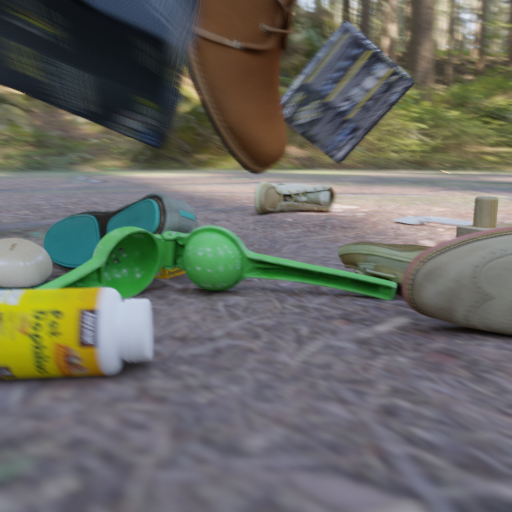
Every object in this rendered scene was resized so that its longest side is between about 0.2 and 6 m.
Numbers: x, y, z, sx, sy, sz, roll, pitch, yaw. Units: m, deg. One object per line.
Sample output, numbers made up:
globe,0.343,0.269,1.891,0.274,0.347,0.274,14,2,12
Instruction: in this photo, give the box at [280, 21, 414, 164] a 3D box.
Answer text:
box,1.605,-2.965,10.413,1.640,2.035,0.500,33,29,-16

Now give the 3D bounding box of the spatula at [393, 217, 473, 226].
spatula,3.886,-0.661,11.368,1.314,0.152,1.890,-1,10,-37

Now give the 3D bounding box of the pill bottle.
pill bottle,-1.240,0.505,3.702,1.053,0.575,0.575,-1,11,-6

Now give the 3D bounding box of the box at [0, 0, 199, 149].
box,-1.878,-2.233,5.766,2.310,0.747,2.930,22,-11,-9

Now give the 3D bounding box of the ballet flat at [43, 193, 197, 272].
ballet flat,-1.646,-0.218,6.769,2.257,0.761,0.719,-11,-11,36

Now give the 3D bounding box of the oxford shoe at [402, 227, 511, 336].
oxford shoe,2.387,0.281,4.258,2.428,0.855,0.908,0,16,3

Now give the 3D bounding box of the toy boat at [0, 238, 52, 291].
toy boat,-2.831,0.165,5.796,1.354,0.629,1.138,6,13,-11

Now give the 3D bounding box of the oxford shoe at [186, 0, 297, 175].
oxford shoe,-0.072,-2.755,6.648,1.316,3.692,1.317,1,26,31

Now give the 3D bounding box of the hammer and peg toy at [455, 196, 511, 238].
hammer and peg toy,3.898,-0.127,6.223,1.954,0.937,2.657,-4,11,-30

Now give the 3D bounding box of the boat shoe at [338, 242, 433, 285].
boat shoe,1.556,0.177,5.844,0.690,0.595,1.892,1,3,-37

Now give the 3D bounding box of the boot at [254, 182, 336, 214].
boot,0.968,-1.401,13.612,1.625,0.757,2.102,5,10,24

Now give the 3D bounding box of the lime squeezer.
lime squeezer,-0.686,0.123,5.422,4.025,0.759,1.421,-3,11,-21

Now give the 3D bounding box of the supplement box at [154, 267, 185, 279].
supplement box,-1.237,0.042,6.795,0.677,0.371,0.369,5,12,30
